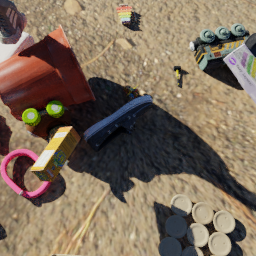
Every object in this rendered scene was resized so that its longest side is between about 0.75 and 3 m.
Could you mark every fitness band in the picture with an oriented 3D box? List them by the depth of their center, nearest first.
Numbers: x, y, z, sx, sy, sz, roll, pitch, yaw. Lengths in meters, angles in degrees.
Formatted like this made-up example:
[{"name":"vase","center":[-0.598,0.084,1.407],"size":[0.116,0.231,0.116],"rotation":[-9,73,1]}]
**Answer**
[{"name":"fitness band","center":[-3.524,1.542,9.698],"size":[1.883,0.352,1.353],"rotation":[38,69,16]}]

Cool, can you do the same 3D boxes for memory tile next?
[{"name":"memory tile","center":[2.071,3.688,8.682],"size":[2.181,0.239,2.845],"rotation":[18,64,9]}]

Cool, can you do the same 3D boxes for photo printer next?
[{"name":"photo printer","center":[-5.602,-3.462,11.906],"size":[2.516,0.874,2.093],"rotation":[22,65,10]}]

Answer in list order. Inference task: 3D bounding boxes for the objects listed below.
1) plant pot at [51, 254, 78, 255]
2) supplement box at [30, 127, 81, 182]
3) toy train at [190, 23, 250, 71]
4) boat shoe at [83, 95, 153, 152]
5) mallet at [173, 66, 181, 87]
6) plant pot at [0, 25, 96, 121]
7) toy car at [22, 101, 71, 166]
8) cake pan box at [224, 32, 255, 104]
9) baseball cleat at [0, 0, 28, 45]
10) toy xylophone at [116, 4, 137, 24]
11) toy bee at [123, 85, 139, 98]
[{"name":"plant pot","center":[-1.656,4.328,7.813],"size":[1.392,1.390,1.232],"rotation":[3,75,2]},{"name":"supplement box","center":[-2.048,0.731,8.086],"size":[0.579,0.560,1.684],"rotation":[-4,42,34]},{"name":"toy train","center":[3.995,-3.383,11.814],"size":[2.708,1.154,1.543],"rotation":[-14,77,-10]},{"name":"boat shoe","center":[-0.185,-0.115,10.190],"size":[2.906,1.016,0.963],"rotation":[-31,72,-13]},{"name":"mallet","center":[2.023,-2.176,11.672],"size":[0.325,0.203,0.986],"rotation":[7,67,3]},{"name":"plant pot","center":[-3.052,-1.754,10.151],"size":[2.832,2.912,2.912],"rotation":[-25,66,-3]},{"name":"toy car","center":[-2.548,0.341,9.710],"size":[1.580,1.645,2.003],"rotation":[-21,77,-10]},{"name":"cake pan box","center":[5.548,-2.418,11.045],"size":[2.611,0.742,2.835],"rotation":[-33,87,-18]},{"name":"baseball cleat","center":[-3.841,-3.326,8.742],"size":[0.847,2.429,1.293],"rotation":[15,93,6]},{"name":"toy xylophone","center":[-0.049,-5.343,13.181],"size":[0.866,0.297,1.183],"rotation":[-13,64,-7]},{"name":"toy bee","center":[0.263,-1.453,11.096],"size":[1.004,0.546,0.657],"rotation":[18,63,9]}]
